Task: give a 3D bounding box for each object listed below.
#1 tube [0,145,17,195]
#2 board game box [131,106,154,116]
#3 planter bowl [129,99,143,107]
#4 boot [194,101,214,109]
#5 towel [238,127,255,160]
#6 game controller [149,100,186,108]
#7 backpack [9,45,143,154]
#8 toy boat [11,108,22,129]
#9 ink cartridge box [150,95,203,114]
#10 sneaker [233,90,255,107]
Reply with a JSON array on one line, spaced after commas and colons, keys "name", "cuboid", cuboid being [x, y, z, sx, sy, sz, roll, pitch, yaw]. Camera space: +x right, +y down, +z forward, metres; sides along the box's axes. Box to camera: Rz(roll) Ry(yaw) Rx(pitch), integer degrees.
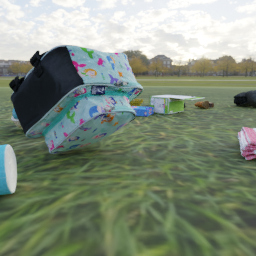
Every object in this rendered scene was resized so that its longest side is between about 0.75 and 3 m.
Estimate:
[{"name": "tube", "cuboid": [-2.736, 0.673, 3.416, 2.526, 0.636, 0.978, -7, -1, -12]}, {"name": "board game box", "cuboid": [0.304, -0.709, 11.563, 1.317, 0.296, 1.002, 4, 11, 19]}, {"name": "planter bowl", "cuboid": [0.278, -1.196, 13.901, 1.022, 0.426, 1.022, 1, 10, 0]}, {"name": "boot", "cuboid": [3.649, -1.180, 13.834, 0.832, 0.411, 1.071, 10, 13, 41]}, {"name": "towel", "cuboid": [3.545, 0.381, 5.576, 2.517, 0.376, 1.842, 6, 11, 18]}, {"name": "game controller", "cuboid": [2.043, -1.306, 14.757, 1.251, 0.505, 2.397, 12, 7, -18]}, {"name": "backpack", "cuboid": [-0.835, -0.610, 5.751, 2.071, 1.756, 2.333, -34, -7, 38]}, {"name": "toy boat", "cuboid": [-2.326, -0.912, 8.445, 2.236, 1.236, 2.660, -13, 24, 13]}, {"name": "ink cartridge box", "cuboid": [2.078, -0.989, 11.936, 1.929, 0.731, 1.426, 9, 13, 36]}, {"name": "sneaker", "cuboid": [6.142, -1.458, 14.548, 1.148, 0.960, 2.528, -8, 2, 12]}]
